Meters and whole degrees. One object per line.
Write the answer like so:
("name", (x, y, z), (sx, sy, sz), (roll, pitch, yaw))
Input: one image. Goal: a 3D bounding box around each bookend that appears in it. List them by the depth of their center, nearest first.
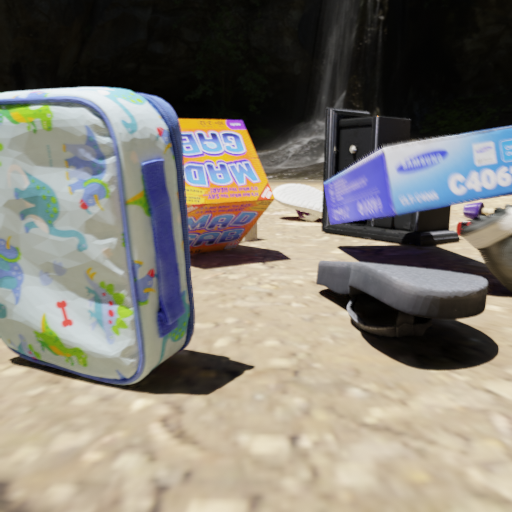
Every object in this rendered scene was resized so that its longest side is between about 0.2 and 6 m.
("bookend", (2.615, -1.625, 10.984), (1.194, 2.577, 2.593), (-6, 12, -36))

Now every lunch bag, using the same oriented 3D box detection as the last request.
("lunch bag", (-1.201, -0.143, 3.898), (1.577, 1.962, 0.809), (6, 20, 28))

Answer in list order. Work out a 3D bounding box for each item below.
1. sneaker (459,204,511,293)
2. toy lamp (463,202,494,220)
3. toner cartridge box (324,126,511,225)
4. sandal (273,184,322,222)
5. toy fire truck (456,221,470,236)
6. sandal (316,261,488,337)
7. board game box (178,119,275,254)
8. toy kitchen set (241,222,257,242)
("sneaker", (3.724, -0.360, 6.568), (2.701, 1.222, 0.897), (-25, -4, -16))
("toy lamp", (6.091, -1.057, 13.969), (1.779, 0.518, 0.518), (11, 14, 39))
("toner cartridge box", (2.165, -1.004, 7.987), (1.735, 0.789, 3.653), (-11, 2, -4))
("sandal", (1.498, -1.177, 14.330), (2.781, 0.683, 1.132), (24, 38, 39))
("toy fire truck", (4.791, -0.515, 11.153), (0.914, 0.316, 1.297), (-6, 10, -33))
("sandal", (1.270, 0.401, 5.303), (1.086, 0.612, 2.857), (6, 0, -3))
("board game box", (-0.919, -1.059, 8.797), (1.530, 1.530, 1.531), (-7, -25, -32))
("toy kitchen set", (-0.868, -0.684, 10.562), (1.145, 0.842, 1.429), (9, 13, 42))
